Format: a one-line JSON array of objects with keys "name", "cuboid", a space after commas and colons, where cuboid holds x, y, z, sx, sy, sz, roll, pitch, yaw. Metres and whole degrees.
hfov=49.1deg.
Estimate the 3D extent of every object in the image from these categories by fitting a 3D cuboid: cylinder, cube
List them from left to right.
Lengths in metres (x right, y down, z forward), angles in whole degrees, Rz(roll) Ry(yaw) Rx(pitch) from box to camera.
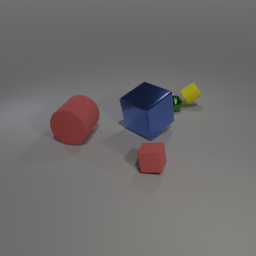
[{"name": "cylinder", "cuboid": [-1.913, -0.323, 10.271, 1.400, 1.400, 1.400, 7, 30, 12]}, {"name": "cube", "cuboid": [0.738, -0.673, 10.538, 1.400, 1.400, 1.400, -38, 45, -28]}, {"name": "cube", "cuboid": [0.752, 0.904, 8.656, 0.700, 0.700, 0.700, -3, 22, 19]}, {"name": "cylinder", "cuboid": [2.826, -1.558, 12.554, 0.700, 0.700, 0.700, -32, 24, 17]}]

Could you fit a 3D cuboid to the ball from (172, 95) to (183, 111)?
[{"name": "ball", "cuboid": [2.064, -1.090, 12.360, 0.700, 0.700, 0.700, 0, 29, 0]}]
